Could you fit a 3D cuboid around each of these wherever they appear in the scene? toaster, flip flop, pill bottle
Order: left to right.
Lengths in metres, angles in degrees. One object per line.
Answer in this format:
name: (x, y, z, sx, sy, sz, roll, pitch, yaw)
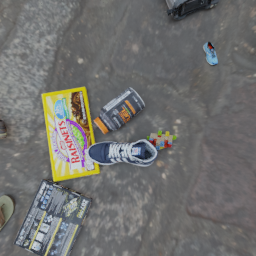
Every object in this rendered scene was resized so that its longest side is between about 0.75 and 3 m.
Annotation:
flip flop: (-4.084, 2.821, 8.711, 0.614, 0.436, 1.513, 30, 82, 5)
pill bottle: (-0.316, -0.508, 9.056, 1.612, 0.857, 0.857, -39, 83, -5)
toaster: (2.061, -4.741, 9.596, 2.163, 1.229, 1.397, -22, 77, 1)

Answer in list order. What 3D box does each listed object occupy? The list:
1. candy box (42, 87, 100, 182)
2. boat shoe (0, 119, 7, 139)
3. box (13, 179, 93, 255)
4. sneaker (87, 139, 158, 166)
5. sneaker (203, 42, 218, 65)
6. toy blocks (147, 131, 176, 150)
candy box: (-1.881, 0.178, 9.169, 1.490, 0.385, 2.916, -11, 81, -2)
boat shoe: (-4.516, -0.244, 8.895, 1.852, 0.690, 0.679, 21, 105, 20)
box: (-2.278, 2.862, 8.667, 1.695, 0.516, 2.103, 21, 81, 5)
sneaker: (-0.141, 0.729, 8.527, 2.162, 1.173, 0.758, 6, 75, -9)
sneaker: (2.855, -2.573, 9.634, 0.339, 0.389, 0.864, -21, 81, -3)
toy blocks: (1.041, 0.446, 8.918, 0.951, 0.650, 0.475, 6, 117, 10)
